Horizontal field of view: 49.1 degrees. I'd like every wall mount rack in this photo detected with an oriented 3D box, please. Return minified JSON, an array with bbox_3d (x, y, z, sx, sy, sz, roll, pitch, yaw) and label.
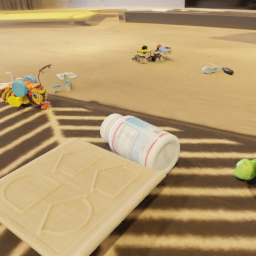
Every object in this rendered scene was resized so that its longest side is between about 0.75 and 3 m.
[{"bbox_3d":[-5.224,-1.722,11.204,1.699,0.729,1.956,-23,35,-36],"label":"wall mount rack"}]

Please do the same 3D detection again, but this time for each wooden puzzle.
[{"bbox_3d":[-1.131,1.317,5.699,2.991,0.693,2.771,14,31,34],"label":"wooden puzzle"}]

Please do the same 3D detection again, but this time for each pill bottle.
[{"bbox_3d":[0.227,0.339,7.001,1.076,1.076,1.979,-23,36,-36],"label":"pill bottle"}]

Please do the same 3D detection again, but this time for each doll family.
[{"bbox_3d":[1.356,-4.215,15.779,2.316,0.909,1.339,-4,24,-17],"label":"doll family"}]

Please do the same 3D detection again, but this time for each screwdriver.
[{"bbox_3d":[4.675,-3.083,14.168,0.272,0.283,1.947,-8,33,-18],"label":"screwdriver"}]

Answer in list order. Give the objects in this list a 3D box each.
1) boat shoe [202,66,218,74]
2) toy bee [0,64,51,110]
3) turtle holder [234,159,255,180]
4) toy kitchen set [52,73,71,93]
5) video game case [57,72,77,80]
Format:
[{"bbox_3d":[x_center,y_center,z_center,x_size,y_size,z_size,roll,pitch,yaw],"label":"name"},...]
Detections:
[{"bbox_3d":[4.004,-2.847,13.785,0.992,0.357,0.308,-9,9,-29],"label":"boat shoe"},{"bbox_3d":[-3.486,-1.163,9.930,2.427,1.319,1.589,-6,25,48],"label":"toy bee"},{"bbox_3d":[3.292,0.769,5.661,1.496,1.600,2.106,-17,33,-28],"label":"turtle holder"},{"bbox_3d":[-2.820,-1.905,11.729,0.747,0.550,0.933,-7,29,-12],"label":"toy kitchen set"},{"bbox_3d":[-2.905,-2.466,13.261,0.760,0.090,0.692,-14,32,-27],"label":"video game case"}]
